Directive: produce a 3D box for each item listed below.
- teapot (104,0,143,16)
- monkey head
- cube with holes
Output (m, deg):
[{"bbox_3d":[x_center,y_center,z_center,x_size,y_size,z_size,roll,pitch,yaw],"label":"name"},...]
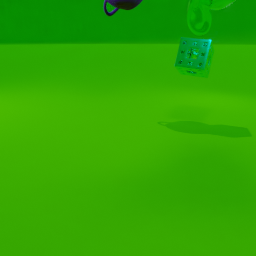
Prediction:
[{"bbox_3d":[0.065,-3.762,7.472,0.971,1.983,1.233,26,37,-44],"label":"teapot"},{"bbox_3d":[1.092,-2.373,3.929,1.347,1.872,1.128,14,-7,-2],"label":"monkey head"},{"bbox_3d":[1.761,-1.834,7.369,0.770,0.770,0.770,13,0,23],"label":"cube with holes"}]
